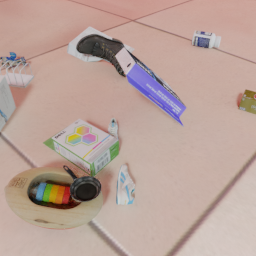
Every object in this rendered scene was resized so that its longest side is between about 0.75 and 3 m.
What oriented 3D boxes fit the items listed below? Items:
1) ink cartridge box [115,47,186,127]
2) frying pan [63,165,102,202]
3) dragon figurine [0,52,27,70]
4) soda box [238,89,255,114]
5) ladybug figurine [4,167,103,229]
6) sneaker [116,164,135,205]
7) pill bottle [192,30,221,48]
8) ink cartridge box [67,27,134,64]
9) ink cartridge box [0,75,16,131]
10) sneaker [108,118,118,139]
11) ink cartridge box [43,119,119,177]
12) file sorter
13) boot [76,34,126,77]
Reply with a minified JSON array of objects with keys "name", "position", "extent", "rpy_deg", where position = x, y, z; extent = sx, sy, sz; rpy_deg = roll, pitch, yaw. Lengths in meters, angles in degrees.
[{"name":"ink cartridge box","position":[0.905,-1.565,10.213],"extent":[2.747,0.602,2.773],"rpy_deg":[34,20,-28]},{"name":"frying pan","position":[-1.310,1.490,7.210],"extent":[1.335,0.217,0.807],"rpy_deg":[17,43,19]},{"name":"dragon figurine","position":[-5.828,-3.398,13.917],"extent":[1.887,0.555,0.938],"rpy_deg":[28,49,27]},{"name":"soda box","position":[5.447,-0.848,10.951],"extent":[1.970,0.630,0.667],"rpy_deg":[21,46,22]},{"name":"ladybug figurine","position":[-1.955,1.893,7.417],"extent":[2.565,0.923,1.741],"rpy_deg":[13,41,0]},{"name":"sneaker","position":[-0.064,1.666,8.250],"extent":[0.526,0.498,1.302],"rpy_deg":[4,48,-3]},{"name":"pill bottle","position":[4.298,-4.827,15.354],"extent":[1.452,0.806,0.806],"rpy_deg":[16,44,17]},{"name":"ink cartridge box","position":[-1.402,-4.124,14.889],"extent":[2.870,0.819,2.332],"rpy_deg":[30,45,0]},{"name":"ink cartridge box","position":[-5.377,-0.739,10.109],"extent":[1.592,1.564,2.162],"rpy_deg":[4,41,4]},{"name":"sneaker","position":[-0.563,0.080,10.008],"extent":[0.431,0.498,1.149],"rpy_deg":[-1,42,-3]},{"name":"ink cartridge box","position":[-1.644,0.468,9.376],"extent":[2.467,0.732,1.281],"rpy_deg":[27,48,28]},{"name":"file sorter","position":[-5.166,-2.491,12.661],"extent":[1.376,0.857,0.955],"rpy_deg":[8,42,8]},{"name":"boot","position":[-0.745,-3.333,13.193],"extent":[2.868,0.993,2.497],"rpy_deg":[-8,49,-30]}]
